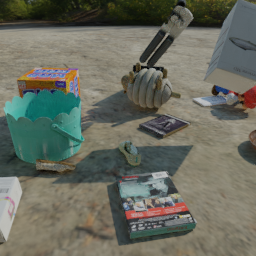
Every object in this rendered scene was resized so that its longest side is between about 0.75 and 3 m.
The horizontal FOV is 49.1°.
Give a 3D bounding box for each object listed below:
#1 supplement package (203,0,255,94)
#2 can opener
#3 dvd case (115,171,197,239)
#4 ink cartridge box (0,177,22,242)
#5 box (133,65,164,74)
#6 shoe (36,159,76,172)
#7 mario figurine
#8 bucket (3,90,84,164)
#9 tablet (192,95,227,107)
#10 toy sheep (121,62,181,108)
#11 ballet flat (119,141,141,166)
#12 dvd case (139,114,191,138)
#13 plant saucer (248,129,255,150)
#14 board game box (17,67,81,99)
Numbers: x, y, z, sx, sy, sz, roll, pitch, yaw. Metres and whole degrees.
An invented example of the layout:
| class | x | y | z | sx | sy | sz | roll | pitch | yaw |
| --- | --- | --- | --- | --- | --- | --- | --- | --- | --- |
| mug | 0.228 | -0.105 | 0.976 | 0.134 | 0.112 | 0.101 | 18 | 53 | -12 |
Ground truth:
| class | x | y | z | sx | sy | sz | roll | pitch | yaw |
| --- | --- | --- | --- | --- | --- | --- | --- | --- | --- |
| supplement package | 3.963 | -2.787 | 9.883 | 1.540 | 2.635 | 1.546 | 19 | -8 | 2 |
| can opener | 1.513 | -3.668 | 11.295 | 0.788 | 2.995 | 0.996 | 32 | 44 | -10 |
| dvd case | 0.593 | 1.834 | 7.144 | 1.559 | 0.235 | 2.136 | -5 | 27 | -11 |
| ink cartridge box | -3.167 | 1.852 | 6.409 | 1.028 | 0.602 | 1.422 | -1 | 36 | -2 |
| box | 1.166 | -2.678 | 14.884 | 1.558 | 0.871 | 2.208 | 9 | 2 | 11 |
| shoe | -2.192 | 1.170 | 8.490 | 1.240 | 0.331 | 0.434 | 7 | -8 | 6 |
| mario figurine | 5.242 | -1.464 | 13.450 | 1.685 | 1.447 | 2.730 | -39 | 26 | -7 |
| bucket | -2.739 | -0.099 | 9.473 | 2.628 | 1.710 | 2.628 | 0 | 26 | 0 |
| tablet | 4.205 | -1.380 | 13.991 | 1.680 | 0.115 | 1.093 | -9 | 27 | -18 |
| toy sheep | 1.017 | -1.852 | 12.918 | 2.925 | 2.017 | 2.017 | 21 | 31 | 19 |
| ballet flat | 0.064 | 0.700 | 9.217 | 0.515 | 0.515 | 1.481 | -9 | 27 | -19 |
| dvd case | 1.504 | -0.126 | 11.332 | 1.758 | 0.140 | 1.307 | -22 | 33 | -38 |
| plant saucer | 5.232 | 0.604 | 9.558 | 2.152 | 0.371 | 2.152 | 1 | 25 | 0 |
| board game box | -3.179 | -1.351 | 11.785 | 1.940 | 1.942 | 1.941 | 2 | 26 | 4 |
